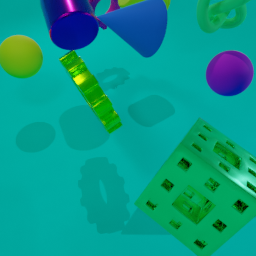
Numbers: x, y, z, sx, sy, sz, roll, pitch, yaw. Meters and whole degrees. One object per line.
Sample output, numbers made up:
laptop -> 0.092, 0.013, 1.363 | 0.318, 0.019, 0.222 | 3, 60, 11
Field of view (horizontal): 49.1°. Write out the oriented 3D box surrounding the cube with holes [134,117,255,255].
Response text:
cube with holes -> 0.765, 0.575, 2.909 | 0.858, 0.858, 0.858 | 37, 29, 10

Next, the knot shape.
knot shape -> 2.061, -2.524, 5.638 | 1.423, 1.332, 0.658 | -11, 69, -54

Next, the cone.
cone -> -0.050, -1.923, 5.128 | 1.112, 1.108, 1.108 | 1, 39, -27

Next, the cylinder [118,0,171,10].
cylinder -> 0.478, -3.803, 8.277 | 1.132, 1.132, 1.132 | 22, 30, -35

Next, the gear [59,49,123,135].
gear -> -0.822, -0.773, 6.237 | 0.363, 1.961, 1.961 | -34, 50, -5

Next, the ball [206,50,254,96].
ball -> 2.119, -1.139, 5.872 | 0.949, 0.949, 0.949 | 0, 43, 0

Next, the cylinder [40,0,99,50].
cylinder -> -1.626, -3.110, 7.759 | 1.351, 1.351, 1.351 | -14, 66, -15

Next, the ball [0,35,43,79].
ball -> -2.925, -1.937, 7.668 | 1.154, 1.154, 1.154 | 0, 43, 0

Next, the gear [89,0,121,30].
gear -> -0.882, -4.255, 9.872 | 1.627, 1.627, 0.301 | -27, 61, -26
